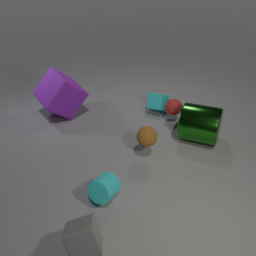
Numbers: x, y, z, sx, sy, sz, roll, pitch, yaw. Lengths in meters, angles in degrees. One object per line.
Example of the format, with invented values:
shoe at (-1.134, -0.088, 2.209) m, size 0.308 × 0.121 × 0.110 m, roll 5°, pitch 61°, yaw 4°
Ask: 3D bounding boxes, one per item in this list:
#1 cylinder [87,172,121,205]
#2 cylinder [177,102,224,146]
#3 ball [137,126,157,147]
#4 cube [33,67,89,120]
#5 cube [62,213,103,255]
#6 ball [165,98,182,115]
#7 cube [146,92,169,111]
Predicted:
cylinder at (-0.663, 1.676, 7.868) m, size 0.700 × 0.700 × 0.700 m, roll 15°, pitch 19°, yaw 22°
cylinder at (2.696, -0.155, 10.425) m, size 1.400 × 1.400 × 1.400 m, roll 12°, pitch 34°, yaw 21°
ball at (0.635, 0.288, 9.375) m, size 0.700 × 0.700 × 0.700 m, roll 0°, pitch 32°, yaw 0°
cube at (-2.817, -1.443, 11.771) m, size 1.400 × 1.400 × 1.400 m, roll 43°, pitch 10°, yaw 36°
cube at (-1.008, 2.488, 6.337) m, size 0.700 × 0.700 × 0.700 m, roll -18°, pitch 12°, yaw -2°
ball at (1.908, -0.880, 11.686) m, size 0.700 × 0.700 × 0.700 m, roll 0°, pitch 32°, yaw 0°
cube at (1.324, -1.153, 12.348) m, size 0.700 × 0.700 × 0.700 m, roll 12°, pitch 6°, yaw 33°
